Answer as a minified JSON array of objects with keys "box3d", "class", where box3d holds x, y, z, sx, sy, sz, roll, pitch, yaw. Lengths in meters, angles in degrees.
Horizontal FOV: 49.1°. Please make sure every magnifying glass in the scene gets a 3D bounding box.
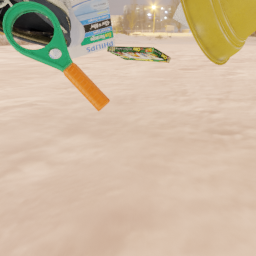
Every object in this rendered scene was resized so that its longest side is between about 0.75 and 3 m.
[{"box3d":[-0.923,-0.939,3.755,0.702,1.764,0.198,-44,1,-12],"class":"magnifying glass"}]

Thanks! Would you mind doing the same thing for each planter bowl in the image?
[{"box3d":[1.891,-2.476,4.882,1.058,2.540,2.540,-7,11,40],"class":"planter bowl"}]

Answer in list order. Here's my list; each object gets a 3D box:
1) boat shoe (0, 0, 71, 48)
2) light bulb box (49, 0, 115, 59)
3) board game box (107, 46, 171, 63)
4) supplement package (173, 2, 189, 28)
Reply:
[{"box3d":[-2.400,-2.222,5.172,2.968,1.111,0.918,14,50,-44],"class":"boat shoe"},{"box3d":[-1.511,-3.024,7.734,1.852,1.868,1.166,-22,37,-17],"class":"light bulb box"},{"box3d":[0.233,-1.719,6.526,1.381,0.162,0.723,15,6,41],"class":"board game box"},{"box3d":[2.001,-3.685,8.786,0.799,0.615,0.836,32,58,2],"class":"supplement package"}]
